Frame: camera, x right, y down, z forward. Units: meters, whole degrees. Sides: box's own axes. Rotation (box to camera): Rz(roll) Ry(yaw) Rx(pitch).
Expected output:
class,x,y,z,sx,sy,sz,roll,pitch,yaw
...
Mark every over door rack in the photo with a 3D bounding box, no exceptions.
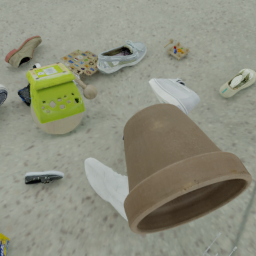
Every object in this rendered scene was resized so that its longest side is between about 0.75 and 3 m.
class,x,y,z,sx,sy,sz,roll,pitch,yaw
over door rack,2.737,3.680,8.371,0.632,0.285,0.855,38,84,25

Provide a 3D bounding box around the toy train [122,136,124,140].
class,x,y,z,sx,sy,sz,roll,pitch,yaw
toy train,0.515,0.329,10.704,1.432,0.610,0.816,8,45,6

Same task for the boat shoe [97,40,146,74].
class,x,y,z,sx,sy,sz,roll,pitch,yaw
boat shoe,-0.221,-3.498,13.191,2.871,0.921,1.058,-29,59,-28

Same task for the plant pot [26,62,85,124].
class,x,y,z,sx,sy,sz,roll,pitch,yaw
plant pot,-1.875,-0.956,7.090,1.189,1.084,1.195,-19,35,-20

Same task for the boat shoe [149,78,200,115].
class,x,y,z,sx,sy,sz,roll,pitch,yaw
boat shoe,1.448,-1.181,9.079,0.938,0.986,2.739,-33,20,2

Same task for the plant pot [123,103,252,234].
class,x,y,z,sx,sy,sz,roll,pitch,yaw
plant pot,1.057,0.811,6.918,2.928,2.928,2.554,-14,58,-10

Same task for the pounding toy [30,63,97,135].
class,x,y,z,sx,sy,sz,roll,pitch,yaw
pounding toy,-2.634,-1.049,11.186,1.971,1.185,2.553,37,93,-18

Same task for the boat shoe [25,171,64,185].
class,x,y,z,sx,sy,sz,roll,pitch,yaw
boat shoe,-2.908,1.759,9.741,1.389,0.477,0.393,-3,59,5

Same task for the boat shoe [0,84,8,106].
class,x,y,z,sx,sy,sz,roll,pitch,yaw
boat shoe,-5.666,-0.363,10.962,1.390,1.119,2.998,37,71,19

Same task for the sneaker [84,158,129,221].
class,x,y,z,sx,sy,sz,roll,pitch,yaw
sneaker,-0.298,1.899,9.429,2.750,1.035,1.217,42,52,19

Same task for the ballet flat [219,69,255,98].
class,x,y,z,sx,sy,sz,roll,pitch,yaw
ballet flat,5.000,-2.130,12.351,2.364,0.821,0.821,-36,62,-23

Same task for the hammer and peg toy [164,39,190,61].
class,x,y,z,sx,sy,sz,roll,pitch,yaw
hammer and peg toy,2.350,-3.878,13.850,0.874,0.419,1.189,-37,62,-22

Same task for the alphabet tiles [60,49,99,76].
class,x,y,z,sx,sy,sz,roll,pitch,yaw
alphabet tiles,-2.090,-3.088,13.104,1.671,0.064,2.009,31,44,12

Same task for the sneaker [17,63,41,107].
class,x,y,z,sx,sy,sz,roll,pitch,yaw
sneaker,-4.185,-1.867,12.113,1.279,0.835,2.286,-18,57,-14

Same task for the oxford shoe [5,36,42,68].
class,x,y,z,sx,sy,sz,roll,pitch,yaw
oxford shoe,-4.869,-3.657,13.612,0.823,0.775,2.200,39,64,0

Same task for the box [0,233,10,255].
class,x,y,z,sx,sy,sz,roll,pitch,yaw
box,-4.995,3.690,8.036,2.761,0.888,0.967,-5,54,-2

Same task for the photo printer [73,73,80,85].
class,x,y,z,sx,sy,sz,roll,pitch,yaw
photo printer,-2.973,-2.346,12.660,1.493,0.519,1.242,-19,55,-14
